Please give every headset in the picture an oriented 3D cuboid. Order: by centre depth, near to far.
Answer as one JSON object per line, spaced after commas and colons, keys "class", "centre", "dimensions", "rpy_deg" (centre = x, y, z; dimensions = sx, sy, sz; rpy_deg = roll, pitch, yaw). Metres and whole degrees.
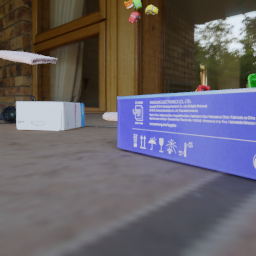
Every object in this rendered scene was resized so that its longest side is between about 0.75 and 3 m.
{"class": "headset", "centre": [-4.025, -0.582, 9.610], "dimensions": [1.780, 0.836, 1.099], "rpy_deg": [-13, 8, -16]}

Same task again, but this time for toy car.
{"class": "toy car", "centre": [0.300, -3.160, 7.336], "dimensions": [0.822, 0.773, 0.183], "rpy_deg": [-23, -28, -2]}

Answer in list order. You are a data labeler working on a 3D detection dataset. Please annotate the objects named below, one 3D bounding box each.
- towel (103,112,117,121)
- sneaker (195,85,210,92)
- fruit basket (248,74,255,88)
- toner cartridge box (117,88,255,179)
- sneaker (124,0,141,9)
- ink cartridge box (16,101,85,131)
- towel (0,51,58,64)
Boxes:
{"class": "towel", "centre": [0.579, -0.467, 11.379], "dimensions": [2.353, 0.397, 2.463], "rpy_deg": [-3, 4, -36]}
{"class": "sneaker", "centre": [1.840, -0.572, 7.351], "dimensions": [0.987, 1.088, 2.564], "rpy_deg": [-3, 4, -35]}
{"class": "fruit basket", "centre": [4.976, -1.065, 8.499], "dimensions": [2.476, 1.786, 2.476], "rpy_deg": [4, -30, 2]}
{"class": "toner cartridge box", "centre": [1.139, -0.005, 2.259], "dimensions": [1.302, 0.592, 2.740], "rpy_deg": [-4, 6, -33]}
{"class": "sneaker", "centre": [0.287, -4.595, 9.887], "dimensions": [0.924, 0.356, 0.337], "rpy_deg": [-33, 15, 5]}
{"class": "ink cartridge box", "centre": [-1.763, -0.301, 6.620], "dimensions": [1.094, 0.641, 1.513], "rpy_deg": [1, 5, 8]}
{"class": "towel", "centre": [-2.653, -1.839, 7.335], "dimensions": [1.195, 0.193, 1.142], "rpy_deg": [14, 16, 17]}
